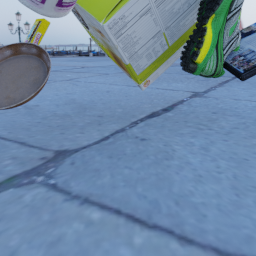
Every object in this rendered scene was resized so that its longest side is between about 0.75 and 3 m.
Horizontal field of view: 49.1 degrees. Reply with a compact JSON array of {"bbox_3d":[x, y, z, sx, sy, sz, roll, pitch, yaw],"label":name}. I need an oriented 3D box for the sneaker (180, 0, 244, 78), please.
[{"bbox_3d":[2.268,-2.517,6.790,1.157,2.716,1.060,16,15,-21],"label":"sneaker"}]

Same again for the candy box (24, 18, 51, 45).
[{"bbox_3d":[-2.366,-1.786,6.535,0.217,1.641,0.839,28,2,-33],"label":"candy box"}]

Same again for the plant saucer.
[{"bbox_3d":[-2.121,-0.924,5.135,1.570,0.270,1.570,-4,58,7],"label":"plant saucer"}]

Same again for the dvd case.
[{"bbox_3d":[3.474,-2.180,6.961,2.593,0.228,1.850,-27,37,2],"label":"dvd case"}]

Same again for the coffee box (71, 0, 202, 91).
[{"bbox_3d":[0.198,-3.395,7.750,2.812,2.817,2.785,48,1,34],"label":"coffee box"}]

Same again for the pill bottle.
[{"bbox_3d":[-0.674,-1.954,2.896,0.812,0.812,1.446,-18,-17,-45],"label":"pill bottle"}]
